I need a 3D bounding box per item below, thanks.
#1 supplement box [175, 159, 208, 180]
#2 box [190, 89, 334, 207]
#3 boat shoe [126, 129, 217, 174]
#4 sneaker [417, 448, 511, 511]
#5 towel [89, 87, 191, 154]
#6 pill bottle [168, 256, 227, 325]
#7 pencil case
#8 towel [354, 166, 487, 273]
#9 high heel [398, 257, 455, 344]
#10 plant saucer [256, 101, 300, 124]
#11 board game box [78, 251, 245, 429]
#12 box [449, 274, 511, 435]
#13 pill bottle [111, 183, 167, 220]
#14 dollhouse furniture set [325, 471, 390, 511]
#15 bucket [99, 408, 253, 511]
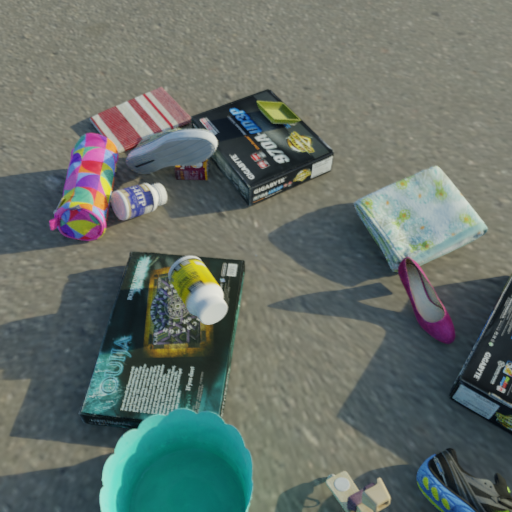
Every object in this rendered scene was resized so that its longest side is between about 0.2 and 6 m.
[{"bbox_3d":[-1.392,-1.874,12.122,0.693,0.297,0.382,1,51,0],"label":"supplement box"},{"bbox_3d":[0.094,-2.477,12.388,2.126,0.615,2.675,-25,56,-18],"label":"box"},{"bbox_3d":[-1.777,-2.315,11.636,2.313,0.833,0.718,-6,56,32],"label":"boat shoe"},{"bbox_3d":[3.283,3.503,7.566,0.931,0.797,2.247,-40,59,-19],"label":"sneaker"},{"bbox_3d":[-2.723,-3.191,13.228,1.997,0.227,1.439,-29,59,-19],"label":"towel"},{"bbox_3d":[-0.939,0.568,9.165,0.639,0.639,1.137,-24,48,-18],"label":"pill bottle"},{"bbox_3d":[-3.412,-1.410,11.318,1.050,1.050,2.375,-1,49,-1],"label":"pencil case"},{"bbox_3d":[3.123,-0.735,10.786,2.017,0.486,1.726,-23,65,-8],"label":"towel"},{"bbox_3d":[2.952,0.750,9.667,0.534,0.760,1.584,-22,61,4],"label":"high heel"},{"bbox_3d":[0.460,-3.098,12.235,0.760,0.182,0.761,-7,46,-36],"label":"plant saucer"},{"bbox_3d":[-1.447,1.349,9.489,2.177,0.453,3.218,5,52,4],"label":"board game box"},{"bbox_3d":[4.934,1.634,9.088,2.461,0.712,3.096,28,57,20],"label":"box"},{"bbox_3d":[-2.339,-1.129,11.274,1.003,0.600,0.600,-24,54,-37],"label":"pill bottle"},{"bbox_3d":[0.856,3.431,7.512,1.511,1.197,1.072,-20,38,-19],"label":"dollhouse furniture set"},{"bbox_3d":[-0.997,3.186,7.498,2.019,1.314,2.019,0,51,0],"label":"bucket"}]
